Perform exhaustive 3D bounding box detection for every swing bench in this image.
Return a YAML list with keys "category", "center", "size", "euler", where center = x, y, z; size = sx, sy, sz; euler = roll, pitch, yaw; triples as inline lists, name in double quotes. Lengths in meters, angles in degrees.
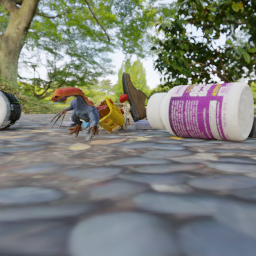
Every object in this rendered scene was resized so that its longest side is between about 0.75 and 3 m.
- category: "swing bench"
  center: [-0.563, -0.430, 10.606]
  size: [1.023, 1.018, 0.664]
  euler: [-1, 3, -15]

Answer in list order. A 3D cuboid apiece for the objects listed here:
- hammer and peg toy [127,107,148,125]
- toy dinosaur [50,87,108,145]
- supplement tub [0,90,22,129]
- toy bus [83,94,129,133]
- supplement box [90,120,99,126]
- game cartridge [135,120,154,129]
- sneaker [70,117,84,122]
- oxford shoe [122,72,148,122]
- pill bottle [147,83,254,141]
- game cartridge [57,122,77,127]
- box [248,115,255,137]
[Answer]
- category: "hammer and peg toy"
  center: [0.584, -0.606, 14.362]
  size: [1.904, 0.913, 2.588]
  euler: [-4, 5, -29]
- category: "toy dinosaur"
  center: [-1.221, -0.511, 6.847]
  size: [1.141, 2.173, 1.972]
  euler: [9, -40, 3]
- category: "supplement tub"
  center: [-5.106, -0.718, 10.917]
  size: [1.564, 1.564, 2.553]
  euler: [0, 3, -6]
- category: "toy bus"
  center: [-0.549, -0.282, 9.425]
  size: [1.646, 0.851, 1.553]
  euler: [-10, -35, -26]
- category: "supplement box"
  center: [-1.716, -0.464, 12.913]
  size: [0.416, 0.743, 1.365]
  euler: [-46, 20, -15]
- category: "game cartridge"
  center: [1.108, -0.163, 11.902]
  size: [1.313, 0.389, 2.025]
  euler: [5, 5, 14]
- category: "sneaker"
  center: [-2.658, -0.844, 17.920]
  size: [2.146, 0.907, 0.804]
  euler: [0, 4, 7]
- category: "oxford shoe"
  center: [0.267, -1.155, 9.882]
  size: [0.756, 1.791, 0.651]
  euler: [-20, 1, -6]
- category: "pill bottle"
  center: [1.855, -0.446, 7.555]
  size: [2.599, 1.459, 1.459]
  euler: [3, 5, 38]
- category: "game cartridge"
  center: [-2.734, -0.166, 13.059]
  size: [0.730, 0.216, 1.127]
  euler: [-3, 3, 18]
- category: "box"
  center: [3.511, -0.142, 9.372]
  size: [2.187, 0.604, 2.730]
  euler: [-2, 4, -38]
